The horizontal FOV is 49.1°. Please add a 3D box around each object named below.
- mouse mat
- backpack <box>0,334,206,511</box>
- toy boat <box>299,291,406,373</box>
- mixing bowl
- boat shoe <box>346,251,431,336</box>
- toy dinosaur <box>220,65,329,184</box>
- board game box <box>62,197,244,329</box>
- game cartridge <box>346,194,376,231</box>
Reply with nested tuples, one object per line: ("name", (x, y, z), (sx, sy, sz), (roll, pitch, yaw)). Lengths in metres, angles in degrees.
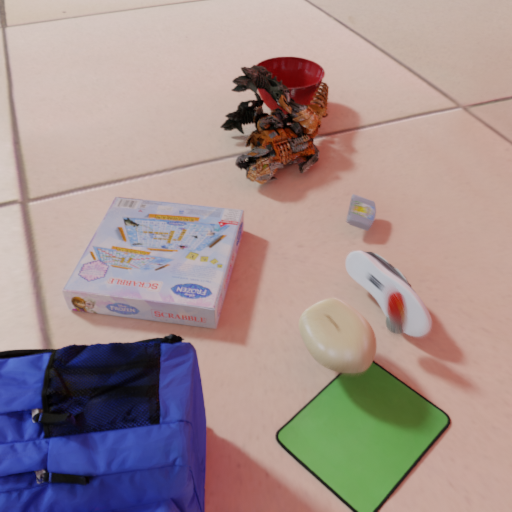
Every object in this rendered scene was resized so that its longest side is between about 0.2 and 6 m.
("mouse mat", (1.582, 2.533, 8.232), (2.168, 0.082, 1.744), (-35, 53, -30))
("backpack", (-2.273, 2.450, 6.451), (3.245, 2.637, 2.723), (-1, 46, -2))
("toy boat", (1.591, 1.170, 8.675), (1.704, 0.792, 1.432), (-23, 42, -8))
("mixing bowl", (0.842, -4.463, 15.001), (1.903, 1.030, 1.903), (0, 44, 0))
("boat shoe", (2.391, 0.592, 9.726), (0.663, 0.702, 1.957), (-5, 39, -38))
("toy dinosaur", (0.595, -3.112, 13.437), (2.536, 1.908, 3.736), (37, 35, 9))
("board game box", (-1.787, 0.023, 10.538), (2.725, 0.561, 2.718), (7, 44, 7))
("game cartridge", (2.159, -0.889, 11.425), (0.547, 0.166, 0.820), (21, 50, -4))
